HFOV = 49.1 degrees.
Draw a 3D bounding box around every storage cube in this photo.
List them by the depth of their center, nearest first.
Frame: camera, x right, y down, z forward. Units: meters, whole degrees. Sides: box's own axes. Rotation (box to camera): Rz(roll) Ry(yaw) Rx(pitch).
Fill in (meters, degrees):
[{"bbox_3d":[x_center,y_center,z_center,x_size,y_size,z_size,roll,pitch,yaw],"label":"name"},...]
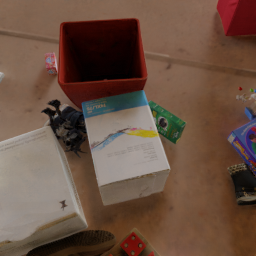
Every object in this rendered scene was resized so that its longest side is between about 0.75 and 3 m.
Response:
[{"bbox_3d":[5.493,-5.744,12.642,2.474,2.224,2.115,-4,61,-1],"label":"storage cube"}]

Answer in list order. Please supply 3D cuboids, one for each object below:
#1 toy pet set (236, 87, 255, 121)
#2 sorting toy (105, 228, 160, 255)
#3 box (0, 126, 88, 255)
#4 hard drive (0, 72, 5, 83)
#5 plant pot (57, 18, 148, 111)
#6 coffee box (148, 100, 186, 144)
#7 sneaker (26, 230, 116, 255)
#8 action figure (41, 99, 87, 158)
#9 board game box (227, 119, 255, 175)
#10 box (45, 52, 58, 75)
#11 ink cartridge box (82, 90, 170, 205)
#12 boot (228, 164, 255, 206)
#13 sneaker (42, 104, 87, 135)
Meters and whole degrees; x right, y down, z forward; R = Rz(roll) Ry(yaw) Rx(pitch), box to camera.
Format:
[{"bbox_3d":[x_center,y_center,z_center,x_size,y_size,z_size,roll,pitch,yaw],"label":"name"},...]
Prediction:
[{"bbox_3d":[4.760,-0.929,10.919,1.245,0.661,1.162,2,50,-34],"label":"toy pet set"},{"bbox_3d":[0.163,4.000,8.068,1.602,0.558,1.593,-39,68,-20],"label":"sorting toy"},{"bbox_3d":[-3.129,1.999,8.393,2.967,1.949,2.982,-19,62,-11],"label":"box"},{"bbox_3d":[-6.204,-2.009,11.668,1.708,0.228,1.127,14,61,8],"label":"hard drive"},{"bbox_3d":[-0.900,-2.036,10.380,2.832,2.495,2.829,-4,61,-3],"label":"plant pot"},{"bbox_3d":[1.280,-0.204,10.165,1.590,0.978,0.350,34,51,23],"label":"coffee box"},{"bbox_3d":[-1.594,3.743,8.149,2.601,0.916,0.982,-6,102,-19],"label":"sneaker"},{"bbox_3d":[-2.273,0.158,9.660,2.131,1.266,1.087,59,35,3],"label":"action figure"},{"bbox_3d":[5.267,0.396,10.084,2.677,0.599,1.800,-24,63,-13],"label":"board game box"},{"bbox_3d":[-3.278,-2.747,11.962,0.423,0.441,0.886,-11,62,-6],"label":"box"},{"bbox_3d":[-0.134,0.672,9.064,2.082,2.091,2.851,-12,61,-7],"label":"ink cartridge box"},{"bbox_3d":[4.292,1.794,9.287,1.763,0.636,1.332,-7,58,-4],"label":"boot"},{"bbox_3d":[-2.247,0.042,10.223,1.352,0.711,1.871,25,62,16],"label":"sneaker"}]
